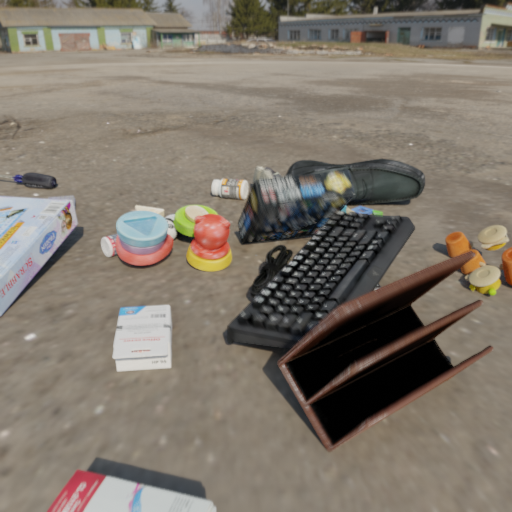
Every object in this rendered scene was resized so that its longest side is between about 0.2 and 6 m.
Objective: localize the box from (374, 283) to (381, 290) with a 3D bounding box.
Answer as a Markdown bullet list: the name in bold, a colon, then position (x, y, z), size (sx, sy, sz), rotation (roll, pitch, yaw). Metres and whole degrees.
- **box**: position (1.579, 0.568, 9.053), size (0.654, 0.568, 0.990), rotation (-4, 24, -5)

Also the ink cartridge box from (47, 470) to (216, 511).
- **ink cartridge box**: position (-1.003, 2.400, 4.629), size (1.259, 0.918, 0.522), rotation (7, 25, 14)

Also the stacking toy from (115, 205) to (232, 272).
- **stacking toy**: position (-1.554, -0.694, 10.759), size (2.204, 0.931, 1.995), rotation (2, 37, -8)

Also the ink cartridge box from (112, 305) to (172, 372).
- **ink cartridge box**: position (-1.567, 1.204, 7.831), size (0.752, 0.440, 1.296), rotation (-3, 25, -6)

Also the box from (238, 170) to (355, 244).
- **box**: position (0.672, -0.869, 10.643), size (1.751, 0.507, 2.202), rotation (-8, -15, -12)

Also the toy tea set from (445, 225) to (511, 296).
- **toy tea set**: position (4.264, 0.124, 10.220), size (1.200, 0.747, 2.019), rotation (-28, 26, 10)

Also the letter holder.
- **letter holder**: position (1.717, 1.005, 6.410), size (2.319, 1.648, 1.166), rotation (-17, 66, -34)

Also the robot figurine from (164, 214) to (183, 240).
- **robot figurine**: position (-1.770, -0.611, 11.739), size (0.591, 0.491, 0.787), rotation (-22, 12, 29)

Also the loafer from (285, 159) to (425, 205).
- **loafer**: position (2.328, -1.680, 13.503), size (3.357, 1.140, 1.178), rotation (5, 34, 13)

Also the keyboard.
- **keyboard**: position (0.896, 0.201, 8.913), size (2.249, 0.480, 3.745), rotation (1, 28, 34)

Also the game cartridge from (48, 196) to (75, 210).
- **game cartridge**: position (-4.701, -1.213, 13.493), size (0.651, 0.193, 1.005), rotation (-3, 24, -16)

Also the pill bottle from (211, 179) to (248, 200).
- **pill bottle**: position (-0.659, -1.691, 14.136), size (0.852, 0.496, 0.496), rotation (7, 25, 14)

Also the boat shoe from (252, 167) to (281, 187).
- **boat shoe**: position (0.452, -1.600, 13.432), size (0.790, 0.916, 2.520), rotation (8, 20, -11)

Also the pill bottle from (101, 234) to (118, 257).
- **pill bottle**: position (-2.673, -0.249, 11.073), size (0.678, 0.405, 0.405), rotation (-20, 31, -37)

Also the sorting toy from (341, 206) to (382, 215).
- **sorting toy**: position (1.820, -0.900, 12.617), size (2.283, 0.311, 1.286), rotation (-13, 28, -26)

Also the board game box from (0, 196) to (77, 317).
- **board game box**: position (-5.227, -0.148, 10.061), size (2.939, 0.606, 2.946), rotation (4, 34, 9)

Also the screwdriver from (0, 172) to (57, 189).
- **screwdriver**: position (-6.759, -2.140, 15.270), size (3.030, 0.423, 0.441), rotation (8, -5, 20)
